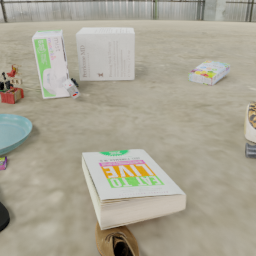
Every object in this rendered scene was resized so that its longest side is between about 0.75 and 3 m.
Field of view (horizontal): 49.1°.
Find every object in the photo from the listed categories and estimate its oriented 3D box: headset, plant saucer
[{"bbox_3d":[-5.690,-2.032,12.842,0.813,0.619,1.317,-6,38,-14],"label":"headset"},{"bbox_3d":[-4.288,0.258,8.446,2.730,0.374,2.730,0,27,0],"label":"plant saucer"}]

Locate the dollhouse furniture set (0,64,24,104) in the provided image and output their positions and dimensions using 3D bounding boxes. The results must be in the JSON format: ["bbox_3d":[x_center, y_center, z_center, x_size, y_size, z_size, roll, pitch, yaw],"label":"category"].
[{"bbox_3d":[-4.765,-1.803,11.427,0.601,1.477,0.795,9,26,9],"label":"dollhouse furniture set"}]

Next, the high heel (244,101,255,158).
[{"bbox_3d":[4.371,0.026,8.162,1.795,0.899,2.518,2,42,19],"label":"high heel"}]

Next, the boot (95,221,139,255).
[{"bbox_3d":[-0.135,1.927,4.631,0.702,0.719,1.907,-11,24,-14],"label":"boot"}]

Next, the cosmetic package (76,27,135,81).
[{"bbox_3d":[-1.081,-3.916,14.685,2.823,2.363,2.348,-1,27,-1],"label":"cosmetic package"}]

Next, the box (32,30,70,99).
[{"bbox_3d":[-3.267,-2.863,12.325,1.232,2.548,2.248,-7,27,-9],"label":"box"}]

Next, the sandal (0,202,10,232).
[{"bbox_3d":[-3.302,1.365,5.948,2.479,0.559,0.931,22,33,37],"label":"sandal"}]

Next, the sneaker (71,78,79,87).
[{"bbox_3d":[-2.588,-2.164,13.434,0.303,0.332,0.821,-16,30,-30],"label":"sneaker"}]

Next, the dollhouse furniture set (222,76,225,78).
[{"bbox_3d":[4.942,-3.080,15.120,0.709,0.502,0.772,19,32,34],"label":"dollhouse furniture set"}]

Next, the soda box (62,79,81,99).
[{"bbox_3d":[-2.262,-1.556,11.272,0.369,1.084,0.345,-36,75,-4],"label":"soda box"}]

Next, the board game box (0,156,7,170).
[{"bbox_3d":[-3.617,0.974,7.266,0.865,0.140,0.519,-7,23,-14],"label":"board game box"}]

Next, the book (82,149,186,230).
[{"bbox_3d":[-0.029,1.123,6.168,1.667,0.600,2.495,-4,16,-16],"label":"book"}]

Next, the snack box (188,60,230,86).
[{"bbox_3d":[4.162,-2.857,14.338,1.350,0.503,1.899,23,44,37],"label":"snack box"}]
